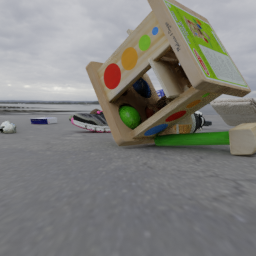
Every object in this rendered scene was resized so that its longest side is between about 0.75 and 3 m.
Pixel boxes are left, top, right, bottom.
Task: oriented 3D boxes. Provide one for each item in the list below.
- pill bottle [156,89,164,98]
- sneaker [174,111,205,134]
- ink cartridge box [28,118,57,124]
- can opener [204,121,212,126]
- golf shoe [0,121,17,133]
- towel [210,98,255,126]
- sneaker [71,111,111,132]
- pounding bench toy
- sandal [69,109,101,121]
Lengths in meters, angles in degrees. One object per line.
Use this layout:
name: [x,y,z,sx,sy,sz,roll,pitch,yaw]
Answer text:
pill bottle: [1.308,-1.080,14.207,2.467,1.476,1.476,-17,1,7]
sneaker: [1.689,-0.258,7.794,1.086,0.937,2.478,0,4,-3]
ink cartridge box: [-4.472,-0.386,14.783,0.904,0.354,1.909,1,1,4]
can opener: [2.622,-0.125,10.417,1.091,0.363,0.287,-2,-8,-23]
golf shoe: [-3.832,-0.014,8.671,0.463,0.372,0.951,-11,9,-43]
towel: [3.567,-0.491,8.954,1.197,0.311,1.806,44,-15,-22]
sneaker: [-0.379,-0.514,9.143,2.889,1.263,1.066,0,3,-5]
pounding bench toy: [0.808,-0.420,5.223,1.790,2.881,2.247,-2,-28,-47]
sandal: [-2.210,-0.802,17.473,2.911,0.831,1.156,-1,4,-11]
